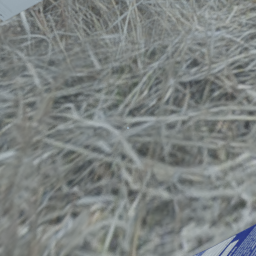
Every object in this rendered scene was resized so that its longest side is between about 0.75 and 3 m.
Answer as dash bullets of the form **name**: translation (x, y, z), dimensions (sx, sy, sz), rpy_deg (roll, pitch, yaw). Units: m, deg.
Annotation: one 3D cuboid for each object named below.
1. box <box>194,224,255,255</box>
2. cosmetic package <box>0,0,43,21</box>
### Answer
- **box**: translation (0.964, 1.603, 2.781), dimensions (1.742, 2.876, 0.466), rpy_deg (-23, 65, -42)
- **cosmetic package**: translation (-1.846, -3.530, 5.421), dimensions (1.219, 0.748, 2.954), rpy_deg (-10, 59, 33)
